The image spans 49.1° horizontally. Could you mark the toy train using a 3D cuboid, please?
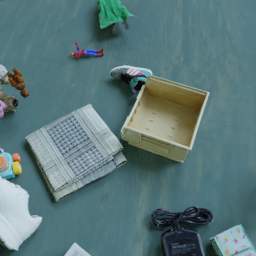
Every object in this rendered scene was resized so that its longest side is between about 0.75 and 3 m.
[{"bbox_3d":[-4.060,1.443,7.617,1.802,0.667,2.399,20,61,11],"label":"toy train"}]

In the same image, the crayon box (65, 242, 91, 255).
[{"bbox_3d":[-1.321,3.762,6.170,1.226,0.503,1.951,26,61,28],"label":"crayon box"}]

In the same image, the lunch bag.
[{"bbox_3d":[2.573,2.959,6.737,0.829,0.593,0.973,-19,64,-11],"label":"lunch bag"}]

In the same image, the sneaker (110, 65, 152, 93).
[{"bbox_3d":[0.089,-1.616,9.551,1.474,0.616,0.890,3,49,1],"label":"sneaker"}]

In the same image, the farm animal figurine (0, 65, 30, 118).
[{"bbox_3d":[-4.173,-0.812,8.792,2.274,1.199,2.299,27,69,29],"label":"farm animal figurine"}]

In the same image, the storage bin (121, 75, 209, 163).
[{"bbox_3d":[1.099,-0.335,8.520,2.082,0.983,2.097,19,61,11],"label":"storage bin"}]

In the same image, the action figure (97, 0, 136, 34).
[{"bbox_3d":[-0.676,-4.807,11.429,1.497,0.693,2.534,-16,53,-8],"label":"action figure"}]

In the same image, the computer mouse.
[{"bbox_3d":[1.418,3.077,6.727,1.597,0.608,2.307,-2,47,1],"label":"computer mouse"}]

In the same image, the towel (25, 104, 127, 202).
[{"bbox_3d":[-1.552,0.594,8.280,2.357,0.423,2.448,-29,63,-16],"label":"towel"}]

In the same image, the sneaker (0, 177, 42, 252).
[{"bbox_3d":[-3.194,1.711,6.943,1.145,0.980,2.629,-37,104,-35],"label":"sneaker"}]

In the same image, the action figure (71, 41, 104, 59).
[{"bbox_3d":[-1.533,-2.894,10.337,1.214,0.601,0.396,-8,58,-2],"label":"action figure"}]
